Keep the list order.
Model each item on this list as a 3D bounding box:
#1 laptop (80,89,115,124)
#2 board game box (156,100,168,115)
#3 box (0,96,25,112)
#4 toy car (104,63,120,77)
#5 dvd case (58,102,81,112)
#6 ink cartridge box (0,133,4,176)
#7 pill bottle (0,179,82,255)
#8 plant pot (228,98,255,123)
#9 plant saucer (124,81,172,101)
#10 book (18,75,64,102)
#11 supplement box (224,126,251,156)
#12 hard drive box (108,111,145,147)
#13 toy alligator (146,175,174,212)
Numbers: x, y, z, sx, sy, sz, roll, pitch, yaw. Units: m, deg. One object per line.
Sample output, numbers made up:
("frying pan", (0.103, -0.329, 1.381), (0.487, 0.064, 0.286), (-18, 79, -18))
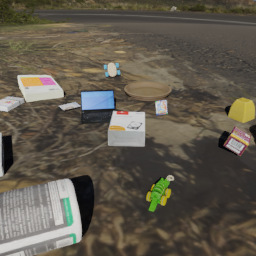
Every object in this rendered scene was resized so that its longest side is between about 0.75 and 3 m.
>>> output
("laptop", (-1.308, -0.968, 12.298), (1.550, 0.903, 1.749), (-4, 27, -6))
("board game box", (1.502, -0.915, 12.519), (0.510, 0.130, 0.753), (-7, 52, 10))
("box", (-5.753, -1.164, 13.422), (0.956, 0.252, 1.226), (9, 29, 17))
("toy car", (-1.049, -3.675, 18.110), (0.937, 0.899, 1.016), (-11, 0, -6))
("dvd case", (-2.756, -1.009, 13.294), (0.939, 0.082, 0.670), (-18, 31, -32))
("ink cartridge box", (-5.015, 0.950, 8.933), (1.925, 0.483, 2.218), (-9, 28, -20))
("pill bottle", (-2.301, 1.979, 5.815), (2.481, 1.403, 1.403), (-9, 28, -19))
("plant pot", (4.944, -0.822, 12.072), (0.822, 0.841, 0.817), (-17, 31, -31))
("plant saucer", (1.048, -1.954, 14.880), (2.494, 0.367, 2.494), (-1, 26, 0))
("book", (-4.780, -2.233, 15.172), (1.892, 0.681, 2.832), (-10, 29, -24))
("supplement box", (3.751, 0.428, 9.584), (0.653, 0.515, 0.998), (33, 29, 16))
("hard drive box", (-0.016, 0.003, 10.622), (1.323, 0.652, 1.697), (2, 26, 2))
("toy alligator", (0.927, 1.602, 7.632), (0.495, 0.453, 1.669), (12, 29, 23))
